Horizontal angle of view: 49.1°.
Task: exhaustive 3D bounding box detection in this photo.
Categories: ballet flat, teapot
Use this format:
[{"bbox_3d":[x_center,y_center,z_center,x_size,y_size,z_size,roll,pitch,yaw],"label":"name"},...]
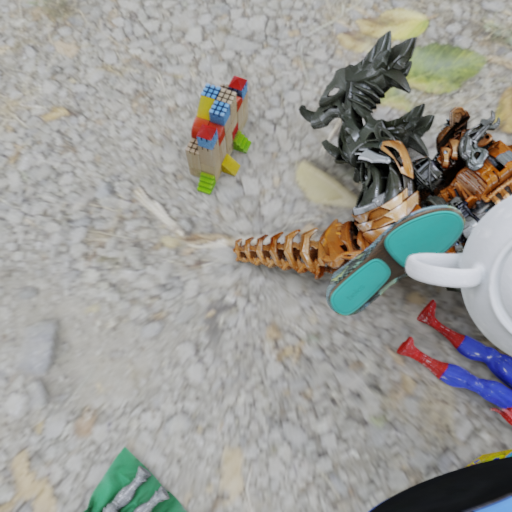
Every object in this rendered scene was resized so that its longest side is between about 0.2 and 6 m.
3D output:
[{"bbox_3d":[1.508,-0.006,6.343,1.760,0.653,0.653,-35,69,14],"label":"ballet flat"},{"bbox_3d":[2.731,0.226,5.106,1.955,1.428,1.929,-42,78,25],"label":"teapot"}]

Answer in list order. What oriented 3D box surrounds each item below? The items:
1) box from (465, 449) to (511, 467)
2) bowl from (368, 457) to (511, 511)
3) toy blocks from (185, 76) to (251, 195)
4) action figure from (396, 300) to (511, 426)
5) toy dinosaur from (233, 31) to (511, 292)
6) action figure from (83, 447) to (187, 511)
[{"bbox_3d":[2.658,3.148,6.551,1.566,1.626,0.992,-32,70,-13],"label":"box"},{"bbox_3d":[1.813,2.217,4.886,1.973,1.973,0.387,-18,73,-8],"label":"bowl"},{"bbox_3d":[-0.617,-2.164,9.046,0.965,1.320,1.931,20,67,8],"label":"toy blocks"},{"bbox_3d":[3.592,1.873,7.616,3.270,0.845,1.070,33,67,11],"label":"action figure"},{"bbox_3d":[2.039,-0.946,7.849,4.944,2.526,3.356,-10,67,-3],"label":"toy dinosaur"},{"bbox_3d":[-1.989,3.591,6.991,1.195,0.553,2.023,41,76,13],"label":"action figure"}]
